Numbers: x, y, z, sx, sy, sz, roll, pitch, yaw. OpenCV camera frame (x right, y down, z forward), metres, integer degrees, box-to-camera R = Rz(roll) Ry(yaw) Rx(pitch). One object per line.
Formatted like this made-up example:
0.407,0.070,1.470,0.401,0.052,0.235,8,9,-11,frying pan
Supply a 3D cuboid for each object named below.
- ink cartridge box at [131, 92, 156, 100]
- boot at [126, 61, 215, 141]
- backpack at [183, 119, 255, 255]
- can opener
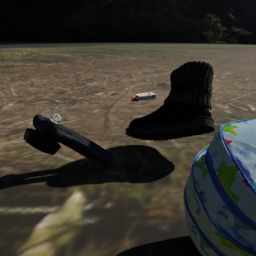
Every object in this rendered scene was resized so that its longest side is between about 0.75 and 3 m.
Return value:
0.607,-1.270,10.910,0.756,0.169,0.666,-11,24,-27,ink cartridge box
0.925,-0.559,6.317,2.082,1.557,0.783,-8,-20,23,boot
1.888,0.738,3.265,2.518,1.936,2.054,-13,54,2,backpack
-1.069,0.271,5.477,1.786,0.702,0.566,25,22,-17,can opener
